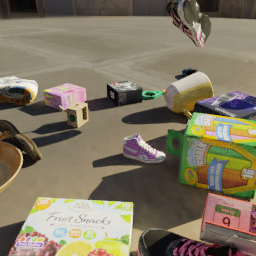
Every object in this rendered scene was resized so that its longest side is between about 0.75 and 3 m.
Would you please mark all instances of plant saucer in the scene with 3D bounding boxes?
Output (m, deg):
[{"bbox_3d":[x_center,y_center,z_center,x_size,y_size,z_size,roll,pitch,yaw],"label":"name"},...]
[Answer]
[{"bbox_3d":[-4.162,1.253,7.039,2.958,0.524,2.958,0,27,0],"label":"plant saucer"}]

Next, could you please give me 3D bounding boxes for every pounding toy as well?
[{"bbox_3d":[-1.969,-0.530,10.190,0.637,0.825,0.896,12,30,23],"label":"pounding toy"}]

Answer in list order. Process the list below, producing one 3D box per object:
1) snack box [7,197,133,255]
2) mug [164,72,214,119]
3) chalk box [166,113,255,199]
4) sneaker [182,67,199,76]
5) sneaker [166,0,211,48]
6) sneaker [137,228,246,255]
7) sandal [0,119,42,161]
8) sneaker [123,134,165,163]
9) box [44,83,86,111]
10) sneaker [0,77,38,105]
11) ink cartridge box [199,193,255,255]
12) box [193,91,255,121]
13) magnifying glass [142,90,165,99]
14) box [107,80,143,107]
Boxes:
[{"bbox_3d":[-0.977,2.071,5.420,2.070,0.548,1.472,2,27,4],"label":"snack box"},{"bbox_3d":[2.379,-1.253,11.010,1.552,1.515,1.891,-16,24,-14],"label":"mug"},{"bbox_3d":[2.143,0.593,7.309,2.388,1.490,1.480,8,28,18],"label":"chalk box"},{"bbox_3d":[3.463,-2.993,15.451,0.574,0.513,1.402,-13,20,-10],"label":"sneaker"},{"bbox_3d":[2.074,-3.646,9.576,0.991,0.922,2.296,28,-4,38],"label":"sneaker"},{"bbox_3d":[1.303,2.180,4.442,2.695,1.285,1.065,19,34,35],"label":"sneaker"},{"bbox_3d":[-3.447,0.446,8.491,2.357,0.963,0.643,30,61,34],"label":"sandal"},{"bbox_3d":[0.461,0.575,8.151,1.293,0.737,0.469,9,27,14],"label":"sneaker"},{"bbox_3d":[-2.683,-1.357,11.996,1.178,0.647,1.339,20,34,34],"label":"box"},{"bbox_3d":[-5.411,-1.697,12.203,2.908,1.095,1.282,8,33,-6],"label":"sneaker"},{"bbox_3d":[1.892,1.565,4.402,1.407,2.583,0.650,10,67,18],"label":"ink cartridge box"},{"bbox_3d":[3.516,-0.319,9.429,2.193,1.144,1.623,-16,32,-30],"label":"box"},{"bbox_3d":[1.432,-1.634,13.047,1.832,0.205,0.729,-13,30,-26],"label":"magnifying glass"},{"bbox_3d":[-0.164,-1.552,12.348,1.176,0.672,1.291,-12,30,-24],"label":"box"}]
